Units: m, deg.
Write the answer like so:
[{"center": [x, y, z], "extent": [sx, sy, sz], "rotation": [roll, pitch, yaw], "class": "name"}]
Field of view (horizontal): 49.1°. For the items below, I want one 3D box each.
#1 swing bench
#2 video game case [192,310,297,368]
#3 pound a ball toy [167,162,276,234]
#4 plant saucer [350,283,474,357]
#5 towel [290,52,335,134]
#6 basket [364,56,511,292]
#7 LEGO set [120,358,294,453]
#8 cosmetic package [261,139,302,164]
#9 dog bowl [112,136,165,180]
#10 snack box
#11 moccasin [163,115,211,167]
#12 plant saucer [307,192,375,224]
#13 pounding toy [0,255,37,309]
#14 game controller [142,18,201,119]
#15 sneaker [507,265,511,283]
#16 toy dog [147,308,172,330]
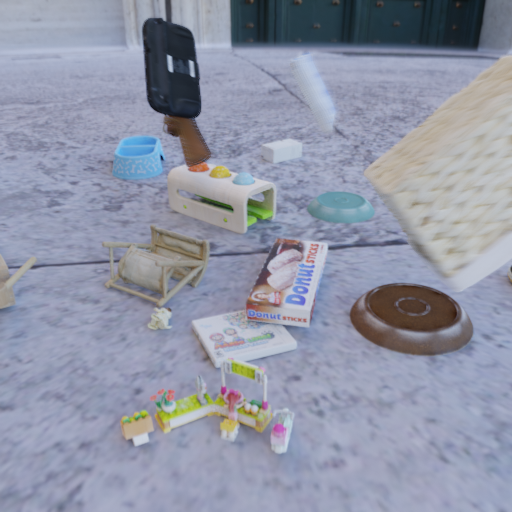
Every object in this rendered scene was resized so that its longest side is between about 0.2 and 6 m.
[{"center": [-1.795, 0.133, 10.171], "extent": [1.383, 0.902, 1.390], "rotation": [16, 26, 30], "class": "swing bench"}, {"center": [-0.211, 1.225, 8.723], "extent": [1.312, 0.155, 1.194], "rotation": [-10, 27, -21], "class": "video game case"}, {"center": [-0.757, -1.682, 13.371], "extent": [2.868, 1.218, 1.870], "rotation": [21, 34, 35], "class": "pound a ball toy"}, {"center": [2.541, 0.936, 9.182], "extent": [1.980, 0.318, 1.980], "rotation": [-1, 26, 0], "class": "plant saucer"}, {"center": [1.138, -3.133, 10.602], "extent": [0.234, 1.446, 1.969], "rotation": [-24, 17, 20], "class": "towel"}, {"center": [2.604, -1.026, 6.422], "extent": [2.381, 1.469, 1.614], "rotation": [-39, 14, 11], "class": "basket"}, {"center": [-0.594, 1.781, 6.927], "extent": [2.146, 0.799, 0.987], "rotation": [3, 27, 5], "class": "LEGO set"}, {"center": [0.785, -3.239, 17.296], "extent": [1.154, 0.468, 0.651], "rotation": [-19, 34, -35], "class": "cosmetic package"}, {"center": [-3.478, -2.962, 16.572], "extent": [1.437, 0.639, 2.577], "rotation": [-2, 26, -4], "class": "dog bowl"}, {"center": [0.621, 0.385, 10.038], "extent": [1.053, 0.356, 2.930], "rotation": [7, 24, 10], "class": "snack box"}, {"center": [-1.653, -2.786, 12.031], "extent": [0.744, 1.928, 0.705], "rotation": [-25, -7, 1], "class": "moccasin"}, {"center": [2.044, -1.224, 13.493], "extent": [1.631, 0.293, 1.631], "rotation": [0, 27, 0], "class": "plant saucer"}, {"center": [-4.431, 0.554, 9.331], "extent": [1.602, 0.834, 1.824], "rotation": [-16, 31, -29], "class": "pounding toy"}, {"center": [-1.661, -3.736, 11.133], "extent": [1.130, 2.167, 0.456], "rotation": [7, -22, -38], "class": "game controller"}, {"center": [5.184, 0.400, 9.728], "extent": [0.667, 0.773, 1.764], "rotation": [-13, 28, -20], "class": "sneaker"}, {"center": [-1.516, 0.992, 9.095], "extent": [0.399, 0.287, 0.411], "rotation": [16, 28, 5], "class": "toy dog"}]
